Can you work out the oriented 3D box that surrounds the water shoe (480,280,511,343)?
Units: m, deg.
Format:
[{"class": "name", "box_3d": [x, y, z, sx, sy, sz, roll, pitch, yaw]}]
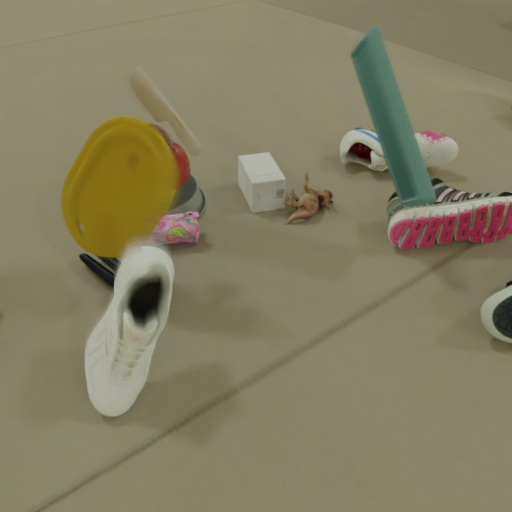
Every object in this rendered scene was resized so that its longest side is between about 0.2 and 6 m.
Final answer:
[{"class": "water shoe", "box_3d": [4.177, 0.569, 8.174, 2.517, 0.900, 0.993, -15, 13, -16]}]

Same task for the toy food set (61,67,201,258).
[{"class": "toy food set", "box_3d": [-1.629, -1.106, 7.821, 1.518, 2.580, 0.843, 46, 26, 8]}]

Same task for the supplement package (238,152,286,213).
[{"class": "supplement package", "box_3d": [0.093, -1.401, 10.568, 0.647, 0.655, 1.081, -10, 40, -12]}]

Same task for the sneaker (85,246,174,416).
[{"class": "sneaker", "box_3d": [-1.512, 0.948, 6.576, 0.827, 2.121, 1.054, 14, 4, -16]}]

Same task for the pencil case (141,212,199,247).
[{"class": "pencil case", "box_3d": [-1.628, -0.443, 9.445, 1.361, 0.595, 0.595, -6, 39, -6]}]

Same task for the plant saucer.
[{"class": "plant saucer", "box_3d": [2.042, -2.026, 8.545, 0.257, 2.706, 0.946, -20, 3, -6]}]

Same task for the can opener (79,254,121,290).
[{"class": "can opener", "box_3d": [-2.154, 0.285, 8.664, 1.737, 0.683, 0.551, 25, 86, 28]}]

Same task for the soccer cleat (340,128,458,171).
[{"class": "soccer cleat", "box_3d": [2.818, -2.022, 11.310, 2.329, 0.813, 1.005, 9, 44, 20]}]

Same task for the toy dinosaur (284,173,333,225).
[{"class": "toy dinosaur", "box_3d": [0.995, -0.946, 10.200, 0.793, 0.502, 1.170, 36, 60, -10]}]

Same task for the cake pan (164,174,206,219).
[{"class": "cake pan", "box_3d": [-1.944, -1.111, 10.438, 2.003, 0.367, 2.003, 0, 39, 0]}]

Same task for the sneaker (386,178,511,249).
[{"class": "sneaker", "box_3d": [3.404, -0.840, 9.624, 2.561, 0.945, 1.120, -8, 45, -2]}]
